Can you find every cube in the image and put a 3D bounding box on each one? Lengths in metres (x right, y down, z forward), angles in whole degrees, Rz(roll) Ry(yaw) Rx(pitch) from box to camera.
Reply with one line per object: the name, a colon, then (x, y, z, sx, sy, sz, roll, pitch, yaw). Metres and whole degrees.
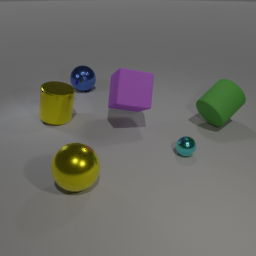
cube: (0.087, -1.470, 11.195, 1.400, 1.400, 1.400, 6, -4, -17)

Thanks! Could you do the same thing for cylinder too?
cylinder: (3.737, -1.021, 11.337, 1.400, 1.400, 1.400, -42, 41, -11)
cylinder: (-3.033, -1.076, 11.931, 1.400, 1.400, 1.400, 10, 31, -6)

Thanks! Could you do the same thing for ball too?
ball: (2.013, 0.631, 9.710, 0.700, 0.700, 0.700, 0, 28, 0)
ball: (-2.440, -2.689, 15.216, 1.400, 1.400, 1.400, 0, 28, 0)
ball: (-1.498, 1.114, 8.057, 1.400, 1.400, 1.400, 0, 28, 0)
